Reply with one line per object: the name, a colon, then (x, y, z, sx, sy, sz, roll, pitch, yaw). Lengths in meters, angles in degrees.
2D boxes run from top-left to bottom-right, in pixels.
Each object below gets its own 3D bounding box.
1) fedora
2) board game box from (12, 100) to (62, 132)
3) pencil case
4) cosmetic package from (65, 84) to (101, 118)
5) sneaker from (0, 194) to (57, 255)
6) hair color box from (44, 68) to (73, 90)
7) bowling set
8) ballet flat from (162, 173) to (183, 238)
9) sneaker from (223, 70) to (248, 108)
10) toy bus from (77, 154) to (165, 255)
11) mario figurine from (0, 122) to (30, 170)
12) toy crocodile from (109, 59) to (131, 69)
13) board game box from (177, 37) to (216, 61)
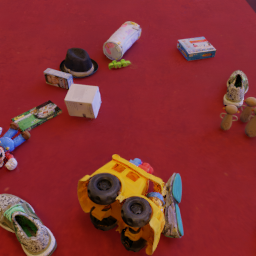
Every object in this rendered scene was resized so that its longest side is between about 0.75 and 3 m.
fedora: (-2.519, -3.431, 14.154, 2.117, 0.967, 2.117, 0, 44, 0)
board game box: (-3.792, -0.508, 11.724, 1.834, 0.215, 0.961, -33, 55, -29)
pencil case: (-0.273, -4.817, 15.418, 1.259, 1.154, 2.776, 5, 43, 30)
cosmetic package: (-1.847, -1.122, 11.686, 1.184, 0.976, 0.977, 7, 54, 10)
sneaker: (-3.036, 2.530, 7.936, 2.568, 1.138, 0.987, 30, 52, 27)
hair color box: (-3.272, -2.311, 13.226, 1.336, 0.661, 0.405, 18, 47, 18)
bowling set: (5.087, -0.638, 10.960, 2.682, 1.440, 1.866, 16, 47, 15)
ballet flat: (1.251, 2.290, 8.540, 0.777, 0.777, 2.159, 4, 43, 4)
sneaker: (4.995, -2.024, 12.579, 1.000, 1.152, 2.601, 14, 46, 14)
toy bus: (0.206, 1.947, 8.181, 2.566, 1.741, 2.464, 27, 46, 26)
mario figurine: (-4.353, 0.662, 9.888, 1.289, 1.107, 2.089, 13, 44, 16)
toy crocodile: (-0.430, -3.275, 14.477, 1.187, 0.366, 0.401, -14, 46, -20)
board game box: (3.762, -4.410, 15.523, 1.614, 0.451, 1.581, -10, 45, -10)
